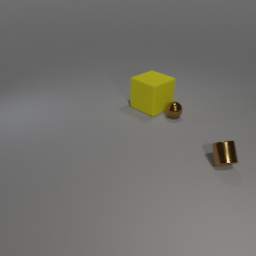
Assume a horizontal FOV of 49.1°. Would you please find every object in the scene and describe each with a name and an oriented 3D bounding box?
[{"bbox_3d":[1.928,-0.757,11.695,0.700,0.700,0.700,0,31,0],"label":"ball"},{"bbox_3d":[1.073,-1.553,12.347,1.400,1.400,1.400,-26,39,-36],"label":"cube"},{"bbox_3d":[3.049,0.807,8.802,0.700,0.700,0.700,-5,-14,-1],"label":"cylinder"}]
